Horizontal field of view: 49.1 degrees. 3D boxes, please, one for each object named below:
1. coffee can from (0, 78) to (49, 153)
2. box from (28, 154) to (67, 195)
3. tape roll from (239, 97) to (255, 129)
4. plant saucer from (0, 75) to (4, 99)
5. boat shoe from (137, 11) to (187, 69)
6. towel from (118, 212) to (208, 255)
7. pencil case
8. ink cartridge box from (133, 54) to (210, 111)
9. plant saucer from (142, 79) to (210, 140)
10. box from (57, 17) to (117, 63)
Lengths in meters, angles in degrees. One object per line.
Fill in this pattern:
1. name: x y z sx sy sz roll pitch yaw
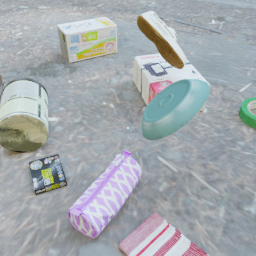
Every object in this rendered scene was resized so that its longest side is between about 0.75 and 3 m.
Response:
1. coffee can: -3.478 -0.473 9.377 1.575 1.575 2.152 -8 41 -10
2. box: -2.371 1.339 8.256 0.925 0.256 1.154 -14 42 -16
3. tape roll: 5.012 -0.541 10.406 1.631 0.392 1.631 0 39 0
4. plant saucer: -4.764 -1.078 10.145 0.289 1.803 1.803 12 34 -26
5. boat shoe: 1.376 -3.208 9.962 0.839 0.857 2.419 -39 90 -21
6. towel: 0.867 2.899 6.438 1.324 0.209 1.838 -33 50 -32
7. pencil case: -0.520 1.647 7.297 1.008 1.027 2.402 20 45 22
8. ink cartridge box: 1.599 -1.855 11.312 2.122 1.236 2.931 -9 41 -11
9. plant saucer: 0.911 -0.504 6.090 1.791 0.322 1.791 -38 21 17
10. box: -2.017 -4.541 14.289 2.712 1.525 1.374 -19 44 -21
